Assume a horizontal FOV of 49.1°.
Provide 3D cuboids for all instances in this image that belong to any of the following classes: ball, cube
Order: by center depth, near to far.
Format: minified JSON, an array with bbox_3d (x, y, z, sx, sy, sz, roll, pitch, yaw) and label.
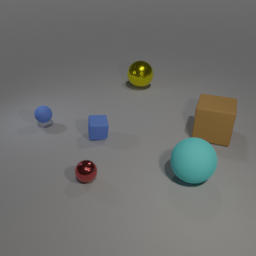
[{"bbox_3d":[2.013,0.991,8.613,1.400,1.400,1.400,0,32,0],"label":"ball"},{"bbox_3d":[-1.308,1.345,8.755,0.700,0.700,0.700,0,32,0],"label":"ball"},{"bbox_3d":[3.328,-0.345,10.802,1.400,1.400,1.400,11,32,16],"label":"cube"},{"bbox_3d":[-1.158,-0.024,10.829,0.700,0.700,0.700,-2,42,-13],"label":"cube"},{"bbox_3d":[-3.438,-0.562,11.372,0.700,0.700,0.700,0,32,0],"label":"ball"},{"bbox_3d":[0.655,-2.860,14.849,1.400,1.400,1.400,0,32,0],"label":"ball"}]
